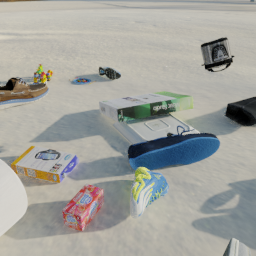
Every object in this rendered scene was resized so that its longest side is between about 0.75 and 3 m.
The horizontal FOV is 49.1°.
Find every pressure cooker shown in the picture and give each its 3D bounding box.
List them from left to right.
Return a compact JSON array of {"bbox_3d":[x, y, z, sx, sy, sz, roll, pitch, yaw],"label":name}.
[{"bbox_3d":[2.643,-2.143,8.306,0.833,0.933,0.820,-25,16,-35],"label":"pressure cooker"}]

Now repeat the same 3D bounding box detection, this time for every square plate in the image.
[{"bbox_3d":[1.001,0.020,9.526,2.355,0.335,2.333,-15,31,-24],"label":"square plate"}]

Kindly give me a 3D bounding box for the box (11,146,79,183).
[{"bbox_3d":[-2.209,0.996,7.745,1.675,0.347,0.997,11,30,14],"label":"box"}]

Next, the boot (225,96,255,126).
[{"bbox_3d":[5.212,-0.687,10.158,2.661,0.873,2.193,-15,20,-34],"label":"boot"}]

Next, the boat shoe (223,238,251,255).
[{"bbox_3d":[1.636,2.790,3.909,0.819,0.942,2.555,13,35,10],"label":"boat shoe"}]

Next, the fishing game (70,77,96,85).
[{"bbox_3d":[-2.320,-2.420,14.132,1.290,0.200,0.923,17,30,29],"label":"fishing game"}]

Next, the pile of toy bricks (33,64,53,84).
[{"bbox_3d":[-4.386,-2.802,14.154,0.928,0.826,1.673,1,29,2],"label":"pile of toy bricks"}]

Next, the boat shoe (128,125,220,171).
[{"bbox_3d":[1.278,0.443,7.931,2.649,1.115,0.909,-5,35,-14],"label":"boat shoe"}]

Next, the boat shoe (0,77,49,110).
[{"bbox_3d":[-4.588,-1.541,11.638,1.020,1.021,2.822,24,37,37],"label":"boat shoe"}]

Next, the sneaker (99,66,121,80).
[{"bbox_3d":[-0.854,-2.965,14.703,0.713,0.621,1.585,-19,34,-36],"label":"sneaker"}]

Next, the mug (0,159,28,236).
[{"bbox_3d":[-3.236,1.786,5.059,1.880,2.347,1.927,31,33,1],"label":"mug"}]

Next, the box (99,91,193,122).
[{"bbox_3d":[0.618,-0.856,10.424,2.934,0.533,2.117,-12,16,-19],"label":"box"}]

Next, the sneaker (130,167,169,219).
[{"bbox_3d":[0.529,1.463,6.564,0.877,0.632,1.669,4,28,6],"label":"sneaker"}]

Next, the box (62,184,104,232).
[{"bbox_3d":[-0.968,1.740,6.226,0.481,0.460,0.964,13,31,22],"label":"box"}]
